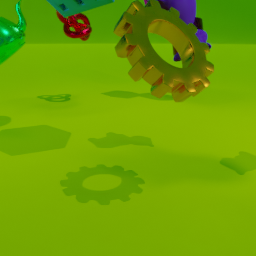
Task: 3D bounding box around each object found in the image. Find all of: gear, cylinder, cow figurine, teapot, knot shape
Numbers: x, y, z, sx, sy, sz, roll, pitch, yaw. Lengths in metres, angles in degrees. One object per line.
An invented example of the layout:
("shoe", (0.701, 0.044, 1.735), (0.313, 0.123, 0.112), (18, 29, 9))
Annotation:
("gear", (0.466, -0.958, 3.418), (1.316, 1.316, 0.243), (-14, -16, -36))
("cylinder", (2.143, -3.236, 10.063), (1.135, 1.135, 1.135), (-6, 5, 1))
("cow figurine", (0.919, -1.866, 4.992), (0.758, 1.359, 1.381), (-14, -11, 36))
("teapot", (-3.095, -2.165, 6.689), (2.043, 1.000, 1.270), (-38, 25, 4))
("knot shape", (-1.732, -3.545, 9.688), (1.475, 0.682, 1.380), (51, 25, 14))

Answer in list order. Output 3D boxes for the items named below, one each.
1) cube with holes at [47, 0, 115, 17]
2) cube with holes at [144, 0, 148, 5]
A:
("cube with holes", (-0.870, -2.855, 4.578), (1.256, 1.256, 1.256), (4, -22, 39))
("cube with holes", (1.254, -4.574, 9.619), (1.034, 1.034, 1.034), (-26, 16, -34))
